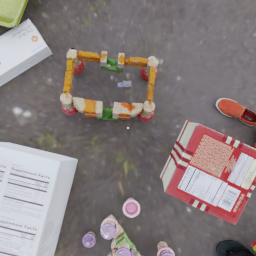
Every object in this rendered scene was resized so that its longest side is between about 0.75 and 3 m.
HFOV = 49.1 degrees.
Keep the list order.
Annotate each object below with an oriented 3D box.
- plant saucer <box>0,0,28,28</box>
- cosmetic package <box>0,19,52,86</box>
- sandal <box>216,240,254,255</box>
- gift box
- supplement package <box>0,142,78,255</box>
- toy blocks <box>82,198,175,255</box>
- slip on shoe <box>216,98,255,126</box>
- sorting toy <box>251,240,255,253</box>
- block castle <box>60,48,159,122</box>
[{"bbox_3d":[-3.567,-4.125,7.329,2.959,0.708,2.955,18,84,9],"label":"plant saucer"},{"bbox_3d":[-3.242,-1.804,7.342,2.270,0.575,0.937,-34,87,-3],"label":"cosmetic package"},{"bbox_3d":[2.968,3.333,6.986,1.574,0.377,0.592,30,86,2],"label":"sandal"},{"bbox_3d":[1.612,0.848,5.439,1.689,1.577,1.558,29,95,2],"label":"gift box"},{"bbox_3d":[-2.527,1.754,6.322,1.947,1.961,2.584,13,85,1],"label":"supplement package"},{"bbox_3d":[-0.114,2.897,6.396,1.939,1.632,1.812,-37,86,-3],"label":"toy blocks"},{"bbox_3d":[2.889,-0.435,7.325,1.218,0.373,0.451,29,87,4],"label":"slip on shoe"},{"bbox_3d":[3.271,3.571,6.502,1.993,0.698,2.005,40,103,-14],"label":"sorting toy"},{"bbox_3d":[-0.438,-1.007,7.033,2.368,1.111,1.582,5,79,-3],"label":"block castle"}]
